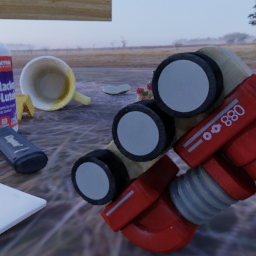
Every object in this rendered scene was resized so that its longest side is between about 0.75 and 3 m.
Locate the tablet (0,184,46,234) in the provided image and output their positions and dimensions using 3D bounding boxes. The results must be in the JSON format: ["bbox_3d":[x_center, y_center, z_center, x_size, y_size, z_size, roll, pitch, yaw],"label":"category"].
[{"bbox_3d":[-2.187,0.947,3.705,1.873,0.128,1.219,12,15,23],"label":"tablet"}]

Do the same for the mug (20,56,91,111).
[{"bbox_3d":[-2.949,-1.520,11.218,1.969,2.458,2.018,-35,11,-5],"label":"mug"}]

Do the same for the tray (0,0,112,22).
[{"bbox_3d":[-1.326,-1.493,3.314,2.149,0.398,1.060,-4,23,-10],"label":"tray"}]

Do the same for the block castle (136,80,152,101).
[{"bbox_3d":[1.205,-1.662,12.658,1.244,0.874,1.862,6,15,20],"label":"block castle"}]

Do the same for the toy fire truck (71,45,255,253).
[{"bbox_3d":[0.961,0.597,2.993,2.344,2.064,1.508,48,28,9],"label":"toy fire truck"}]

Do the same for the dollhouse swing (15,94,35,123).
[{"bbox_3d":[-3.861,-0.375,8.955,1.412,1.241,1.283,-2,-27,-6],"label":"dollhouse swing"}]

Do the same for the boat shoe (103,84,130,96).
[{"bbox_3d":[-0.624,-1.906,14.545,1.732,0.579,0.493,-14,-25,-39],"label":"boat shoe"}]

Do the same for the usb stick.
[{"bbox_3d":[-2.324,0.391,5.731,0.651,0.383,2.349,-10,18,-35],"label":"usb stick"}]

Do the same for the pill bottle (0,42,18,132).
[{"bbox_3d":[-3.712,-1.262,6.913,1.656,2.973,1.656,0,15,0],"label":"pill bottle"}]

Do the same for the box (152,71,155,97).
[{"bbox_3d":[1.879,-0.949,8.481,2.148,1.589,1.120,11,17,33],"label":"box"}]
